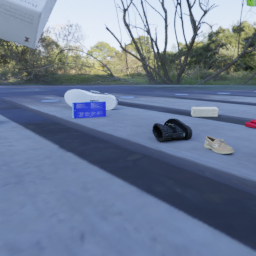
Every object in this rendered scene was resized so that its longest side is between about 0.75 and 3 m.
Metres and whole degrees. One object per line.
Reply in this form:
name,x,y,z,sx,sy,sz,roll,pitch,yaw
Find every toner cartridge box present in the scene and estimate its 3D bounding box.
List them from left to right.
toner cartridge box,-1.410,-0.673,10.202,1.207,0.573,0.261,-4,10,-23

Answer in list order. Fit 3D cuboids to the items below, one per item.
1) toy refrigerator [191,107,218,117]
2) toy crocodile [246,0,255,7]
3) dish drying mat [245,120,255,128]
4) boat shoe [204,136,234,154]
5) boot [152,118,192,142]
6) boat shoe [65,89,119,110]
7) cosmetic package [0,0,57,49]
toy refrigerator,2.868,-0.598,10.519,0.931,0.326,0.353,-1,17,1
toy crocodile,3.625,-3.288,6.636,1.646,0.556,0.508,-26,25,2
dish drying mat,4.361,0.008,7.553,0.843,0.200,2.196,-5,11,-31
boat shoe,1.815,0.337,5.646,0.279,0.253,0.783,-5,12,-24
boot,0.935,0.031,6.819,0.837,0.421,1.119,-4,12,-20
boat shoe,-1.630,-1.307,12.811,2.480,0.889,0.840,5,12,12
cosmetic package,-2.300,-3.122,6.230,1.374,1.001,2.703,17,49,-16
